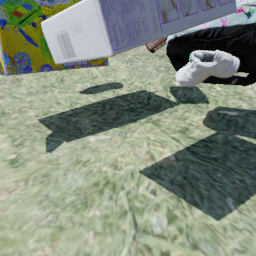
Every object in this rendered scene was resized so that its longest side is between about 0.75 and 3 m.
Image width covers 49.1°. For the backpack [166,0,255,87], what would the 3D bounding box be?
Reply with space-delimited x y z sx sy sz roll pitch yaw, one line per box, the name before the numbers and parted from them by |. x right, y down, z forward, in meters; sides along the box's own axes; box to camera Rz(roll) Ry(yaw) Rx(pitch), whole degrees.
backpack | 2.461 -2.383 7.510 2.842 2.372 1.799 2 57 20

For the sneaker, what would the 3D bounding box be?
sneaker | 0.737 -0.664 2.940 0.355 0.302 0.802 24 -15 -29

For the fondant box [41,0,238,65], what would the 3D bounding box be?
fondant box | 0.211 -2.029 5.136 2.940 0.856 2.121 -29 23 -28

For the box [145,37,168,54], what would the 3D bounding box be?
box | 0.663 -3.666 9.319 1.054 2.104 0.788 -30 0 17

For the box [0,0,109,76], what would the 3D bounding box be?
box | -2.346 -3.090 7.976 2.990 2.880 1.824 -13 18 -33
